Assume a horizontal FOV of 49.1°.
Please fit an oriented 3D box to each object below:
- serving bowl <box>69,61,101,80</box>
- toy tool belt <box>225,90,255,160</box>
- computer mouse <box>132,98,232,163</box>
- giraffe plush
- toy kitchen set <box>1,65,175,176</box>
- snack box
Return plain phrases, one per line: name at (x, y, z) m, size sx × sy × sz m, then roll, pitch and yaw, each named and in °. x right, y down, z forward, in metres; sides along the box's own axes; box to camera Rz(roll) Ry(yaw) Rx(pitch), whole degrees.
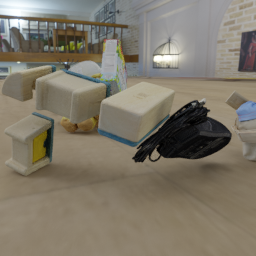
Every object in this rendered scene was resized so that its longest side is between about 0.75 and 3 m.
serving bowl at (-1.271, -0.955, 7.939) m, size 0.598 × 1.818 × 1.818 m, roll 41°, pitch 29°, yaw 19°
toy tool belt at (2.640, -0.350, 4.400) m, size 1.302 × 1.282 × 2.086 m, roll -13°, pitch -10°, yaw -44°
computer mouse at (0.909, 0.067, 4.067) m, size 1.216 × 0.463 × 1.756 m, roll -40°, pitch -31°, yaw 29°
giraffe plush at (-0.908, -0.542, 7.326) m, size 1.431 × 1.658 × 1.345 m, roll -8°, pitch -24°, yaw 19°
toy kitchen set at (-0.605, 0.055, 4.032) m, size 2.021 × 1.619 × 1.191 m, roll 21°, pitch 27°, yaw 20°
snack box at (-0.309, -1.268, 6.928) m, size 0.410 × 1.102 × 1.549 m, roll 1°, pitch -19°, yaw 8°
